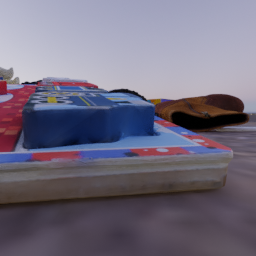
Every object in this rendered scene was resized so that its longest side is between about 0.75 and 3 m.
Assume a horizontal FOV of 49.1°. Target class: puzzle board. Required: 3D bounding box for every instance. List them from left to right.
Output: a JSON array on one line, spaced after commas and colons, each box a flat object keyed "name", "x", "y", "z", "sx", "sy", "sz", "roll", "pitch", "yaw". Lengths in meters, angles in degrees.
[{"name": "puzzle board", "x": -1.167, "y": -0.218, "z": 1.886, "sx": 2.249, "sy": 0.260, "sz": 2.984, "roll": 0, "pitch": 11, "yaw": -17}]

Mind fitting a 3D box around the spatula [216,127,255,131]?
[{"name": "spatula", "x": 2.807, "y": -0.015, "z": 5.570, "sx": 2.038, "sy": 0.164, "sz": 1.417, "roll": 1, "pitch": 3, "yaw": 18}]

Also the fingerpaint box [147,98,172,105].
[{"name": "fingerpaint box", "x": 1.037, "y": -0.519, "z": 10.096, "sx": 2.045, "sy": 0.899, "sz": 2.451, "roll": 0, "pitch": 2, "yaw": 40}]

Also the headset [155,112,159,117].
[{"name": "headset", "x": 0.308, "y": -0.092, "z": 6.371, "sx": 0.692, "sy": 0.526, "sz": 1.120, "roll": -4, "pitch": -11, "yaw": -37}]

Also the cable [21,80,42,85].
[{"name": "cable", "x": -2.695, "y": -1.092, "z": 9.987, "sx": 2.139, "sy": 0.666, "sz": 2.622, "roll": 32, "pitch": 29, "yaw": 26}]

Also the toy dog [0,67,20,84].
[{"name": "toy dog", "x": -2.593, "y": -0.642, "z": 4.893, "sx": 1.476, "sy": 1.523, "sz": 1.063, "roll": -42, "pitch": 2, "yaw": -27}]

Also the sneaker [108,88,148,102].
[{"name": "sneaker", "x": -0.580, "y": -0.339, "z": 5.749, "sx": 2.263, "sy": 0.836, "sz": 0.897, "roll": -1, "pitch": -3, "yaw": -17}]

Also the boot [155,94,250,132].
[{"name": "boot", "x": 1.914, "y": -0.412, "z": 6.317, "sx": 2.582, "sy": 0.939, "sz": 2.742, "roll": 2, "pitch": 3, "yaw": -6}]
